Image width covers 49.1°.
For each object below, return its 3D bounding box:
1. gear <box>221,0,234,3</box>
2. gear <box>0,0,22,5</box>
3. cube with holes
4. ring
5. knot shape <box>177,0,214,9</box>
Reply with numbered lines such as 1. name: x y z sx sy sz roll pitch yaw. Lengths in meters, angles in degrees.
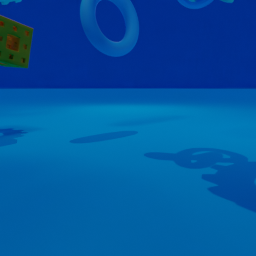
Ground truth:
1. gear: 1.900 -3.154 4.579 1.965 1.965 0.363 -4 37 -24
2. gear: -3.131 -4.049 7.871 1.756 0.325 1.756 -23 10 4
3. cube with holes: -2.826 -1.895 6.231 0.905 0.905 0.905 11 4 32
4. ring: -0.424 -2.760 7.220 1.823 1.823 0.365 -8 3 -41
5. knot shape: 1.153 -3.341 5.694 1.618 1.514 0.748 7 2 -6
